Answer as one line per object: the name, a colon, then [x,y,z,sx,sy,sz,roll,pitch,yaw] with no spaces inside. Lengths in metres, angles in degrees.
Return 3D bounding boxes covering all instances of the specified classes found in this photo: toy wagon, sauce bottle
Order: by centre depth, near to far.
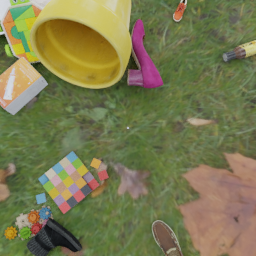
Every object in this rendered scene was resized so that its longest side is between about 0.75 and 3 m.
toy wagon: [-3.355,-3.417,9.314,1.928,2.484,0.492,-13,35,-3]
sauce bottle: [4.116,-2.729,9.937,1.477,0.478,0.478,-20,78,-5]

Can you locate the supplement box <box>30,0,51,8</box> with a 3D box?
supplement box: [-3.348,-4.920,9.948,1.624,0.948,2.577,-18,81,-12]

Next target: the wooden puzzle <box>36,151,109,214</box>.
wooden puzzle: [-1.909,1.738,9.109,2.423,0.170,1.437,-39,80,-8]

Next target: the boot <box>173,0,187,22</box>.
boot: [1.922,-4.359,10.309,0.322,0.460,0.857,22,80,3]

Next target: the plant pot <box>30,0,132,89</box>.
plant pot: [-1.171,-3.258,8.957,2.976,2.976,2.800,15,63,3]

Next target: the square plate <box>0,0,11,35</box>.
square plate: [-4.589,-4.255,10.291,1.952,0.278,1.934,-18,78,-11]

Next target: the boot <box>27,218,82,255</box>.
boot: [-2.220,3.577,8.517,1.439,0.541,1.076,36,81,7]

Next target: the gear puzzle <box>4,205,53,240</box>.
gear puzzle: [-3.137,3.048,8.803,1.586,0.208,0.822,-19,78,-4]

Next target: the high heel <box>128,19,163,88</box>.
high heel: [0.673,-2.551,9.634,1.198,0.840,2.492,4,83,5]

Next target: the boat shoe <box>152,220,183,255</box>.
boat shoe: [1.294,3.586,8.476,0.614,0.615,1.663,-31,79,-6]

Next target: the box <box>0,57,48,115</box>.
box: [-3.730,-1.410,9.482,1.005,0.788,1.616,44,81,9]
